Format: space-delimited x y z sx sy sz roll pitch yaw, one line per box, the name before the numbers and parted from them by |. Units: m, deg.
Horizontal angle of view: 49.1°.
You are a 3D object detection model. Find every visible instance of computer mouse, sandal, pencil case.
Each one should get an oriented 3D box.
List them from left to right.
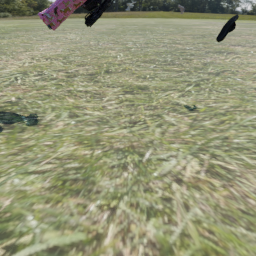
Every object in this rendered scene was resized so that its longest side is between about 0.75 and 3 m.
pencil case | -2.039 -3.914 8.952 1.711 0.708 0.740 -40 34 4
computer mouse | -1.446 -4.635 9.909 2.123 1.470 0.560 48 12 16
sandal | 3.679 -3.613 10.301 0.296 1.237 0.465 38 -6 -25
